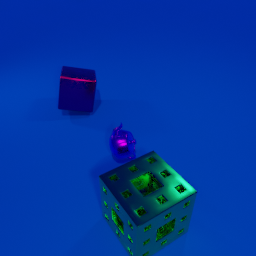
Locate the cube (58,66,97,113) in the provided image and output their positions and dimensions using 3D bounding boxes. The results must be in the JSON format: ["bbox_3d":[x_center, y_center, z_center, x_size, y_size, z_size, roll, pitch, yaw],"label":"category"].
[{"bbox_3d":[-1.451,-1.116,8.016,0.971,0.971,0.971,5,28,-12],"label":"cube"}]

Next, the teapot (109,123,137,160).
[{"bbox_3d":[-0.092,0.326,6.346,0.556,1.135,0.706,-12,37,20],"label":"teapot"}]

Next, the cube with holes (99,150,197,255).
[{"bbox_3d":[0.306,1.365,4.957,1.166,1.166,1.166,-22,43,-25],"label":"cube with holes"}]
